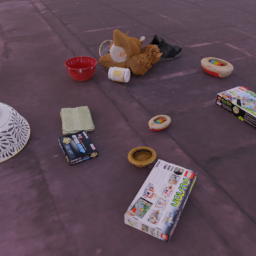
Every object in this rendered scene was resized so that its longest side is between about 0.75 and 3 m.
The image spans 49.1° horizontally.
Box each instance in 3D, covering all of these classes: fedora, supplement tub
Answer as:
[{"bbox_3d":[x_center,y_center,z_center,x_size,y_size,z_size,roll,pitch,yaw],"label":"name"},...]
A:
[{"bbox_3d":[0.478,1.021,9.333,0.957,0.390,0.957,-4,38,3],"label":"fedora"},{"bbox_3d":[-0.434,-2.654,13.893,0.952,0.692,0.692,11,39,15],"label":"supplement tub"}]

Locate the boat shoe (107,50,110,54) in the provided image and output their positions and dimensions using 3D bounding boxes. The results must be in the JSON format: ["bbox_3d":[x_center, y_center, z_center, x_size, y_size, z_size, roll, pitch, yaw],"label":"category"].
[{"bbox_3d":[-0.867,-3.793,15.466,0.548,0.519,1.446,-16,49,-16],"label":"boat shoe"}]

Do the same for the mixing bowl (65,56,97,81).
[{"bbox_3d":[-2.329,-2.912,14.098,1.583,0.857,1.583,0,37,0],"label":"mixing bowl"}]

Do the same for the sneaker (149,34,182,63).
[{"bbox_3d":[2.152,-4.603,15.896,2.479,1.420,0.948,-18,43,-25],"label":"sneaker"}]

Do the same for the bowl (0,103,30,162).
[{"bbox_3d":[-4.929,-0.115,9.791,2.679,1.257,2.679,2,46,-2],"label":"bowl"}]

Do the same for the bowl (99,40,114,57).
[{"bbox_3d":[-1.165,-4.326,15.878,1.234,1.234,0.579,-21,21,-25],"label":"bowl"}]

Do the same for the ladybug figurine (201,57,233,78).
[{"bbox_3d":[4.566,-3.134,14.555,1.234,0.654,1.819,-24,44,-28],"label":"ladybug figurine"}]

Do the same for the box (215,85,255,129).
[{"bbox_3d":[5.257,-0.768,11.578,1.601,0.505,2.909,-20,41,-24],"label":"box"}]

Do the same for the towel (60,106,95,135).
[{"bbox_3d":[-2.041,-0.340,11.185,1.251,0.308,1.686,-8,38,-12],"label":"towel"}]

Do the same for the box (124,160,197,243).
[{"bbox_3d":[1.009,1.964,8.069,1.304,0.411,2.369,18,41,22],"label":"box"}]

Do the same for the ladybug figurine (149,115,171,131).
[{"bbox_3d":[1.222,-0.164,10.904,1.011,0.364,0.686,-25,44,-29],"label":"ladybug figurine"}]

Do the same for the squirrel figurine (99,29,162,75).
[{"bbox_3d":[0.315,-3.976,14.938,2.791,1.975,2.605,31,30,8],"label":"squirrel figurine"}]

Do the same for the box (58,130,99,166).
[{"bbox_3d":[-1.764,0.671,9.857,1.047,0.303,1.317,-17,41,-21],"label":"box"}]
